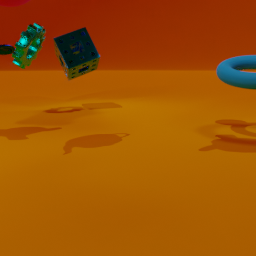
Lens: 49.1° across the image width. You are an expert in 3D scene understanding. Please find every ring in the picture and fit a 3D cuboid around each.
[{"bbox_3d":[3.075,-1.365,6.700,1.841,0.368,1.841,-5,28,2],"label":"ring"}]

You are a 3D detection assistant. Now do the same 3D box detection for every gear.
[{"bbox_3d":[-3.402,-2.817,9.668,0.295,1.596,1.596,30,12,-5],"label":"gear"}]

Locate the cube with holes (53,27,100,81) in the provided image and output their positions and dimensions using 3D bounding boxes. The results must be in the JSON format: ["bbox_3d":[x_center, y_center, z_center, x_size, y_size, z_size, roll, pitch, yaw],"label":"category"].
[{"bbox_3d":[-1.998,-2.844,10.887,1.287,1.287,1.287,-26,-4,-15],"label":"cube with holes"}]

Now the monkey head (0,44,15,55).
[{"bbox_3d":[-3.526,-1.716,6.170,1.812,1.092,1.304,7,-20,-12],"label":"monkey head"}]

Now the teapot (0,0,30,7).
[{"bbox_3d":[-2.109,-2.684,4.634,0.966,1.227,1.973,-24,30,58],"label":"teapot"}]
